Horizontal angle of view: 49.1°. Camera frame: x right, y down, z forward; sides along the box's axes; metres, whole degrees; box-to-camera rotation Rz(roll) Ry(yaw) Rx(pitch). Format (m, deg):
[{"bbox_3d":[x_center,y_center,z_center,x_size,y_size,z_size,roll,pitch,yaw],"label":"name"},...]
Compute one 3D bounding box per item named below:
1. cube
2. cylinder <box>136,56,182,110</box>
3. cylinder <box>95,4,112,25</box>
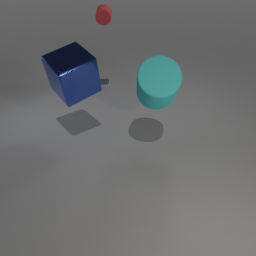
[{"bbox_3d":[-1.926,-1.868,9.691,1.400,1.400,1.400,-31,53,-21],"label":"cube"},{"bbox_3d":[0.987,-1.457,9.290,1.400,1.400,1.400,1,-12,1],"label":"cylinder"},{"bbox_3d":[-1.080,-5.043,12.459,0.700,0.700,0.700,0,43,0],"label":"cylinder"}]
